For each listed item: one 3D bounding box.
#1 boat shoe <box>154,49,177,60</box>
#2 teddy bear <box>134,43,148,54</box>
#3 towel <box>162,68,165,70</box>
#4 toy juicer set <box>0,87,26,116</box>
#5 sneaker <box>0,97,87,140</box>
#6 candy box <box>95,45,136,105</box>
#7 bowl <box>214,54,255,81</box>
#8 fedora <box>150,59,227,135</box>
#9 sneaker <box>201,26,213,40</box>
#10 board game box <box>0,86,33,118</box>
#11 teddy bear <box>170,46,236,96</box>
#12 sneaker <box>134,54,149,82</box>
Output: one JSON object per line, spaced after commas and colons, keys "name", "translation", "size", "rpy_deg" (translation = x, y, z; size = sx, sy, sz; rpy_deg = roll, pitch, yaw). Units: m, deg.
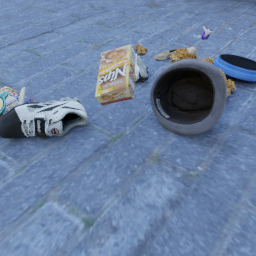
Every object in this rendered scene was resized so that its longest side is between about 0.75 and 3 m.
{"name": "boat shoe", "translation": [1.902, -3.674, 13.861], "size": [1.282, 0.416, 0.462], "rpy_deg": [-13, 41, -15]}
{"name": "teddy bear", "translation": [0.660, -4.083, 14.446], "size": [0.714, 0.329, 0.985], "rpy_deg": [7, 40, 6]}
{"name": "towel", "translation": [2.660, -2.605, 12.444], "size": [2.226, 0.540, 1.243], "rpy_deg": [-25, 44, -27]}
{"name": "toy juicer set", "translation": [-4.454, -0.490, 9.294], "size": [2.429, 0.661, 1.545], "rpy_deg": [-24, 60, -8]}
{"name": "sneaker", "translation": [-2.689, -0.203, 9.049], "size": [2.902, 1.075, 1.284], "rpy_deg": [-20, 41, -22]}
{"name": "candy box", "translation": [-0.340, -1.589, 8.342], "size": [1.023, 0.490, 1.773], "rpy_deg": [-10, 56, 22]}
{"name": "bowl", "translation": [4.927, -2.703, 12.290], "size": [2.237, 0.439, 2.237], "rpy_deg": [8, 32, -5]}
{"name": "fedora", "translation": [2.139, -1.028, 9.480], "size": [2.773, 2.453, 1.252], "rpy_deg": [3, 4, 37]}
{"name": "sneaker", "translation": [2.495, -3.046, 9.054], "size": [0.366, 0.379, 0.908], "rpy_deg": [30, 27, 4]}
{"name": "board game box", "translation": [-4.553, -0.924, 10.488], "size": [1.659, 0.384, 1.257], "rpy_deg": [26, 45, 28]}
{"name": "teddy bear", "translation": [3.072, -2.309, 11.241], "size": [2.129, 0.981, 2.937], "rpy_deg": [-19, 62, -32]}
{"name": "sneaker", "translation": [0.528, -2.663, 12.504], "size": [0.738, 0.688, 1.862], "rpy_deg": [5, 45, -8]}
